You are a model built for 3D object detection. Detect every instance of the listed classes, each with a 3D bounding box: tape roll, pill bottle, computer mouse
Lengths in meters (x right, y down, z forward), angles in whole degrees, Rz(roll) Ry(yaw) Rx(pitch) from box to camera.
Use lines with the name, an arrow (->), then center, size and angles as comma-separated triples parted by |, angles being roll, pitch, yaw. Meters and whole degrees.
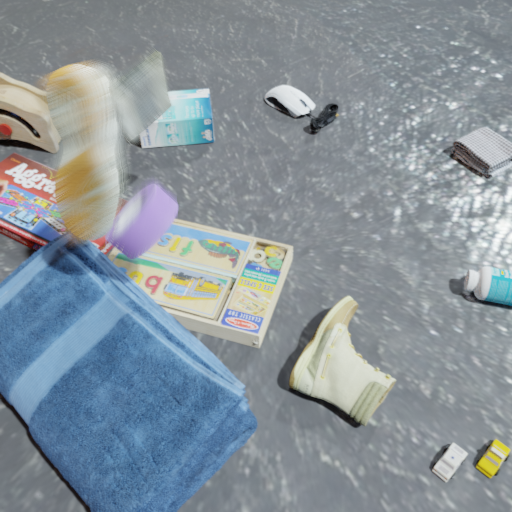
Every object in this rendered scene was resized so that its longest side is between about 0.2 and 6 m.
tape roll -> -1.725, -0.522, 8.438 | 1.107, 0.470, 1.107 | -36, 27, 21
pill bottle -> 4.535, 0.562, 10.478 | 1.154, 0.639, 0.639 | 10, 49, 9
computer mouse -> 1.091, -3.986, 14.643 | 2.146, 0.471, 1.177 | 34, 58, 26

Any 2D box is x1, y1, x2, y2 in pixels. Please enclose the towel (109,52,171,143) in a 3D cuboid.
towel -> -2.010, -2.813, 9.997 | 0.221, 1.280, 1.233 | 33, 64, 21

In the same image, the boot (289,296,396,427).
boot -> 1.649, 1.719, 9.407 | 1.527, 0.712, 1.974 | 25, 59, 22

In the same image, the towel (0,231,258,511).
towel -> -2.489, 1.740, 8.783 | 4.874, 1.183, 2.721 | 38, 73, 28

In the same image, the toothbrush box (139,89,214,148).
toothbrush box -> -2.004, -3.434, 13.948 | 1.824, 0.778, 1.335 | -6, 48, -3

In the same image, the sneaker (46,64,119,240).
sneaker -> -2.228, -1.417, 7.791 | 0.897, 2.371, 1.039 | 6, 22, 4

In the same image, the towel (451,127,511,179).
towel -> 5.433, -2.477, 13.258 | 1.031, 0.533, 1.245 | -27, 54, -21

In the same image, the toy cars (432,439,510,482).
toy cars -> 3.289, 3.063, 8.490 | 1.283, 0.284, 0.575 | -4, 48, -3

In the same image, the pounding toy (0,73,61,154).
pounding toy -> -6.132, -3.132, 13.266 | 2.956, 1.690, 1.696 | 21, 50, -7

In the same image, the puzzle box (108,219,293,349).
puzzle box -> -1.207, 0.350, 10.798 | 3.410, 0.433, 2.268 | 13, 50, 11

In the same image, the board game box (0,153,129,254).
board game box -> -4.520, -1.025, 12.089 | 3.744, 0.364, 1.927 | 23, 51, 19
